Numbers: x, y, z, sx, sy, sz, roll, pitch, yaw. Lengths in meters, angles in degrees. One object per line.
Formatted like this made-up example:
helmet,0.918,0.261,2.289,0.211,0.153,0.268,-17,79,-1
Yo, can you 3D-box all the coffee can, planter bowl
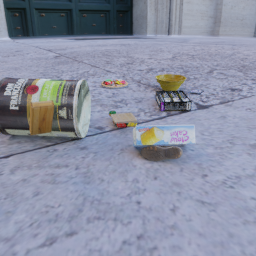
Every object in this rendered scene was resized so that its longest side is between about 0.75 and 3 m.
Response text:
coffee can,-2.852,-0.708,9.737,2.763,2.022,2.022,2,23,4
planter bowl,2.341,-2.453,15.485,1.705,0.710,1.705,-1,24,0

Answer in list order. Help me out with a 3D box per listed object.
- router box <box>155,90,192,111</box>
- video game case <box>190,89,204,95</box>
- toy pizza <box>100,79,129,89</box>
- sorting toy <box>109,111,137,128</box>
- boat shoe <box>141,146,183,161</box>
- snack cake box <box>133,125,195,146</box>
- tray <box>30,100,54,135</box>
router box,2.080,-1.307,13.114,1.372,0.470,1.839,-1,23,-2
video game case,3.734,-1.969,15.172,0.549,0.073,0.769,13,27,27
toy pizza,-0.784,-2.648,16.480,1.714,0.272,1.714,0,23,0
sorting toy,-0.159,-0.262,10.902,0.874,0.307,1.813,-6,23,-14
boat shoe,1.028,0.768,8.473,1.259,0.469,0.461,2,-2,16
snack cake box,1.094,0.251,8.854,1.810,0.608,1.041,-2,-6,-4
tray,-2.256,-0.246,7.303,0.551,1.118,0.207,-9,56,-26
